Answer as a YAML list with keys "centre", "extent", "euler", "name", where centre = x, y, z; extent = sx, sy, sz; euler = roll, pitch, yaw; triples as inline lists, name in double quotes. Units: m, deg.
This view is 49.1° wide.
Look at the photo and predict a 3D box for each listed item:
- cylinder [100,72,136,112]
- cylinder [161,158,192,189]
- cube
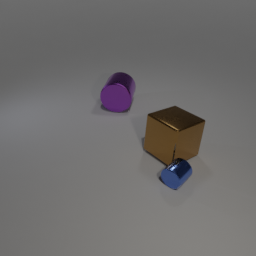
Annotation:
- centre: [-0.426, -1.636, 12.702]
  extent: [1.400, 1.400, 1.400]
  euler: [5, 32, 8]
  name: "cylinder"
- centre: [1.475, 1.372, 8.487]
  extent: [0.700, 0.700, 0.700]
  euler: [25, 43, 35]
  name: "cylinder"
- centre: [1.553, 0.236, 9.578]
  extent: [1.400, 1.400, 1.400]
  euler: [-18, 36, -35]
  name: "cube"
